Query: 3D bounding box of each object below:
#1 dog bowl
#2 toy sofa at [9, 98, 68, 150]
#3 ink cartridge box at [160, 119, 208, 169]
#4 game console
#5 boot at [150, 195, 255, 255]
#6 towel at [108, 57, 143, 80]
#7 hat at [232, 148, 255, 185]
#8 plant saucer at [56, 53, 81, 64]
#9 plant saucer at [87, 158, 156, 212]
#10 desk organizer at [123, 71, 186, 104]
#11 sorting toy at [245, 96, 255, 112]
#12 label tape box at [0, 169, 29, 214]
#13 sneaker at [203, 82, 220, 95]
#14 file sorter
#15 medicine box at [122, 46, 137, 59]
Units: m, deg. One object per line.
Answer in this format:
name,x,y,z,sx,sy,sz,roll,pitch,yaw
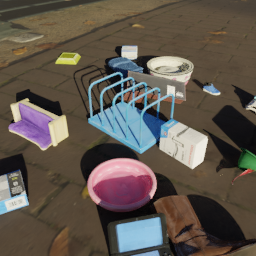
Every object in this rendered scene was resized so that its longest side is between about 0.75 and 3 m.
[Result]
dog bowl,2.133,-2.848,14.385,2.366,0.872,2.366,0,36,0
toy sofa,-3.462,-0.190,10.486,2.353,0.975,1.148,23,40,30
ink cartridge box,1.817,0.515,9.387,0.616,1.066,1.461,-28,43,-34
game console,0.331,2.779,6.354,1.431,0.833,1.258,-7,35,-10
boot,1.885,2.425,7.061,2.120,0.731,2.275,-9,31,-16
towel,-0.173,-3.311,15.320,1.269,0.551,2.272,-15,38,-19
hat,3.696,1.351,8.974,1.273,1.120,1.054,34,5,-28
plant saucer,-3.597,-4.222,16.843,1.260,0.302,1.258,3,35,4
plant saucer,-0.176,1.698,8.193,1.983,0.503,1.983,1,35,-1
desk organizer,1.127,-1.646,12.489,2.655,1.022,0.952,9,67,-14
sorting toy,5.754,-0.986,12.090,1.144,0.679,1.271,-35,45,-13
label tape box,-3.628,1.728,8.142,1.120,0.517,1.564,-16,39,-21
sneaker,4.015,-1.926,13.390,0.337,0.488,0.877,-28,44,-34
file sorter,0.092,-0.744,10.617,2.839,1.742,1.970,29,45,34
medicine box,0.092,-4.646,17.252,0.935,0.528,1.027,1,35,2
